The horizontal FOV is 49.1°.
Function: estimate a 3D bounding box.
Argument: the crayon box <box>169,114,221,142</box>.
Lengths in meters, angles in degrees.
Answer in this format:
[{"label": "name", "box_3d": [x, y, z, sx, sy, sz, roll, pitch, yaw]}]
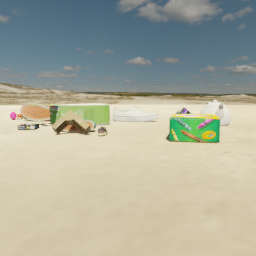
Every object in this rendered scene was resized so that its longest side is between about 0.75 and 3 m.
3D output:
[{"label": "crayon box", "box_3d": [1.895, -0.051, 8.059, 1.271, 0.623, 2.140, 1, 6, 12]}]

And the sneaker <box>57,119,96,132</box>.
[{"label": "sneaker", "box_3d": [-1.728, -0.086, 9.494, 1.342, 0.479, 0.536, 5, 1, 9]}]

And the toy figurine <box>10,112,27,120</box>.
[{"label": "toy figurine", "box_3d": [-5.803, -0.670, 14.743, 0.831, 0.678, 0.903, -15, -9, -32]}]

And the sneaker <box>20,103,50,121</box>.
[{"label": "sneaker", "box_3d": [-3.981, -0.744, 13.974, 2.549, 0.910, 1.018, 4, 0, 1]}]

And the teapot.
[{"label": "teapot", "box_3d": [3.648, -0.653, 11.829, 1.431, 1.045, 1.412, 5, 7, 44]}]

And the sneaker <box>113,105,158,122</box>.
[{"label": "sneaker", "box_3d": [0.334, -0.722, 13.588, 2.272, 0.804, 0.830, 1, 6, 11]}]

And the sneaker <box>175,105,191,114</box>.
[{"label": "sneaker", "box_3d": [2.473, -0.432, 12.424, 0.802, 0.561, 1.613, 34, -7, 9]}]

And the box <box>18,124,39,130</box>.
[{"label": "box", "box_3d": [-3.622, -0.049, 10.247, 0.598, 0.173, 0.753, 0, 6, -5]}]

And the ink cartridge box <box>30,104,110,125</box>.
[{"label": "ink cartridge box", "box_3d": [-2.405, -0.569, 11.770, 2.955, 0.876, 1.534, -3, 7, -30]}]

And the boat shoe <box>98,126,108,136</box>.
[{"label": "boat shoe", "box_3d": [-0.776, 0.080, 8.606, 0.292, 0.263, 0.813, 1, 6, 5]}]

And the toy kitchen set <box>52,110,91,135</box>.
[{"label": "toy kitchen set", "box_3d": [-1.706, 0.090, 8.702, 0.876, 0.790, 0.715, 36, -23, 19]}]
